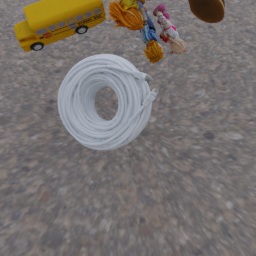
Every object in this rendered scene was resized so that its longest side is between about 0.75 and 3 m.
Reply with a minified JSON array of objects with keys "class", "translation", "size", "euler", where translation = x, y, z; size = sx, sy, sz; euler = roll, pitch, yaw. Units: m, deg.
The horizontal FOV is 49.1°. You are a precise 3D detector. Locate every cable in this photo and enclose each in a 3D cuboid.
[{"class":"cable","translation":[-0.278,-0.305,3.341],"size":[1.124,1.124,0.389],"euler":[34,17,15]}]

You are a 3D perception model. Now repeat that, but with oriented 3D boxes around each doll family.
[{"class":"doll family","translation":[0.328,-2.293,5.979],"size":[1.200,2.664,1.653],"euler":[-26,57,17]}]

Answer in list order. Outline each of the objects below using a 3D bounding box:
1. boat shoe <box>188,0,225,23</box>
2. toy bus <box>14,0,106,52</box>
[{"class":"boat shoe","translation":[1.407,-2.779,5.440],"size":[0.664,1.886,0.663],"euler":[0,75,38]},{"class":"toy bus","translation":[-1.629,-2.572,6.576],"size":[2.157,0.845,0.702],"euler":[-21,77,0]}]
